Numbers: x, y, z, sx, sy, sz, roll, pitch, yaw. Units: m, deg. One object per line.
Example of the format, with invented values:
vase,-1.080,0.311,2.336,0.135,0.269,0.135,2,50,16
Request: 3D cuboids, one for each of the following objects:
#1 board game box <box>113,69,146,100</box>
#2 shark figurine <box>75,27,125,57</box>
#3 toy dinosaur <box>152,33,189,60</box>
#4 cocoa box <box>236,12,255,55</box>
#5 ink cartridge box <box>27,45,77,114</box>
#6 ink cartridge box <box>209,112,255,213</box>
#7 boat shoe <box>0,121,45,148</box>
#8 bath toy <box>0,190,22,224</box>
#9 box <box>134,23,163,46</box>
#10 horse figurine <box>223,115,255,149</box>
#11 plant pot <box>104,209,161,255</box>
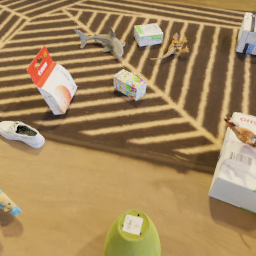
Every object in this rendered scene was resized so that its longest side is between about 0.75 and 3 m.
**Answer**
board game box,0.063,-1.690,10.906,1.169,0.602,0.613,33,57,25
shark figurine,-1.063,-4.156,12.804,2.425,1.012,1.449,24,52,17
toy dinosaur,2.037,-3.526,12.583,1.231,0.700,2.317,-7,35,37
cocoa box,5.716,-4.299,12.798,1.107,1.125,1.687,15,51,12
ink cartridge box,-2.611,-1.730,9.981,0.497,1.983,1.608,-4,43,18
ink cartridge box,3.716,0.998,8.216,1.951,1.175,2.685,18,53,15
boat shoe,-3.625,0.054,9.392,1.855,0.619,0.682,16,51,14
bath toy,-3.963,2.760,6.866,0.984,1.157,2.661,43,64,5
box,0.955,-4.418,13.297,1.144,0.553,1.010,-10,48,-9
horse figurine,3.324,0.307,7.307,1.926,0.481,1.276,15,17,-46
plant pot,0.112,2.592,6.602,1.447,1.547,1.447,0,50,0
